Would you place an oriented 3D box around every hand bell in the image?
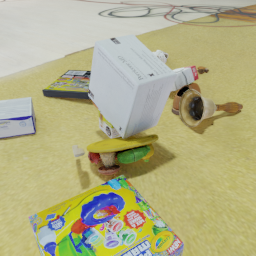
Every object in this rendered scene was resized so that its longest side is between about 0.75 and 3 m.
[{"bbox_3d":[3.583,-0.808,11.298,2.768,1.441,1.441,-3,32,-28],"label":"hand bell"}]

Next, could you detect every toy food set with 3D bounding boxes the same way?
[{"bbox_3d":[-0.348,0.868,8.857,2.853,0.932,1.678,-10,8,-20],"label":"toy food set"}]

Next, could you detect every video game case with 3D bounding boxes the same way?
[{"bbox_3d":[-2.209,-2.135,13.486,2.847,0.363,2.573,6,34,18],"label":"video game case"}]

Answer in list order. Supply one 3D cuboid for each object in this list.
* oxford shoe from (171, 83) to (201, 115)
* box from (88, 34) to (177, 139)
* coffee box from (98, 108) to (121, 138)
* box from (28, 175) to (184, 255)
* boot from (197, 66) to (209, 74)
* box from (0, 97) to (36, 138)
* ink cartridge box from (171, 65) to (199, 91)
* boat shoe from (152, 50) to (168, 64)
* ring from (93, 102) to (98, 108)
[{"bbox_3d":[2.673,-1.532,12.306,0.940,0.939,2.634,13,34,22],"label":"oxford shoe"},{"bbox_3d":[0.003,-1.343,9.018,1.508,2.307,2.295,-22,58,-31],"label":"box"},{"bbox_3d":[-0.434,-0.304,10.392,0.974,0.964,0.973,-19,38,-28],"label":"coffee box"},{"bbox_3d":[-0.485,2.518,5.796,2.292,1.398,2.208,-20,40,-27],"label":"box"},{"bbox_3d":[3.993,-3.240,15.405,0.776,0.298,0.603,-15,36,-21],"label":"boot"},{"bbox_3d":[-4.350,-0.427,10.711,1.438,0.821,1.564,-9,34,-14],"label":"box"},{"bbox_3d":[2.285,-2.322,13.259,1.744,0.723,1.280,-29,19,-36],"label":"ink cartridge box"},{"bbox_3d":[1.793,-3.938,15.971,0.814,0.832,2.349,11,34,17],"label":"boat shoe"},{"bbox_3d":[-0.290,-1.391,12.683,2.638,0.253,2.638,1,33,0],"label":"ring"}]
